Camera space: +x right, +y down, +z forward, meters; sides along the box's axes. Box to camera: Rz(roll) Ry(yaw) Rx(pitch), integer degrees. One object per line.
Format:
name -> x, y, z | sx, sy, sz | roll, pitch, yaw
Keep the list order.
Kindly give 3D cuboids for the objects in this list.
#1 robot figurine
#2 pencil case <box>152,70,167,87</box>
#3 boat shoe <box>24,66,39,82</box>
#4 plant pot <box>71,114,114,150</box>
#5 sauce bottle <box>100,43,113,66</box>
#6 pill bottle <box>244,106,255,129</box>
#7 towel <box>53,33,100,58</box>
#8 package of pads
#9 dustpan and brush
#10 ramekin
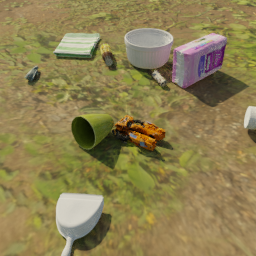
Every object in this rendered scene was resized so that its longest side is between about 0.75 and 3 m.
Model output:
robot figurine -> 0.331, 0.096, 9.761 | 1.795, 0.522, 1.301 | 24, 44, 26
pencil case -> 1.416, -2.221, 12.576 | 0.345, 0.397, 0.888 | -35, 51, 3
boat shoe -> -4.432, -2.532, 13.117 | 0.374, 0.441, 1.211 | 41, 29, -19
plant pot -> -1.089, -0.020, 9.582 | 1.157, 1.157, 1.237 | 28, 34, 29
sauce bottle -> -1.065, -3.760, 14.333 | 0.584, 0.584, 1.804 | -8, 41, -9
pill bottle -> 5.128, -0.211, 9.696 | 1.927, 1.069, 1.069 | 10, 41, 11
towel -> -2.801, -4.672, 15.603 | 2.146, 0.329, 2.813 | 3, 40, 4
package of pads -> 3.195, -3.065, 12.637 | 2.754, 1.659, 1.042 | -29, 46, -29
dustpan and brush -> -1.379, 2.501, 7.016 | 1.276, 0.523, 1.828 | 1, 33, 11
ramekin -> 1.020, -3.959, 14.031 | 2.386, 1.252, 2.386 | 0, 41, 0
